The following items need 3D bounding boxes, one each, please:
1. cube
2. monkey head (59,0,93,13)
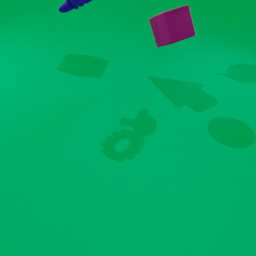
[{"bbox_3d":[1.160,-2.656,7.374,0.784,0.784,0.784,-24,16,-19],"label":"cube"},{"bbox_3d":[-1.215,-2.979,6.015,0.941,0.788,1.307,-16,28,26],"label":"monkey head"}]
